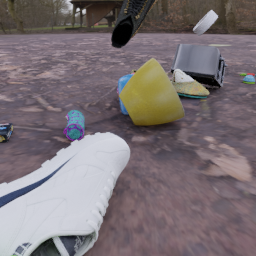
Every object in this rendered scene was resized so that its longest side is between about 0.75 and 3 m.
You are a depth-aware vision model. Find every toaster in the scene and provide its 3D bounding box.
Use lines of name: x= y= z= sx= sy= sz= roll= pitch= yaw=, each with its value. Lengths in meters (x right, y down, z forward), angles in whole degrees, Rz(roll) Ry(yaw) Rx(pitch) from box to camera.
toaster: x=2.656 y=-2.315 z=10.645 sx=1.990 sy=1.181 sz=1.800 roll=14 pitch=3 yaw=27

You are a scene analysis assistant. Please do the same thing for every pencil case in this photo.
pencil case: x=-1.286 y=-0.076 z=6.751 sx=0.478 sy=0.440 sz=1.033 roll=12 pitch=19 yaw=-14

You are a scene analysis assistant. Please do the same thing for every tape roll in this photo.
tape roll: x=2.915 y=-3.951 z=10.566 sx=0.342 sy=0.977 sz=0.977 roll=42 pitch=23 yaw=-8

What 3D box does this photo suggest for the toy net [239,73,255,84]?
toy net: x=5.707 y=-2.122 z=12.040 sx=1.664 sy=0.321 sz=0.873 roll=1 pitch=19 yaw=-2

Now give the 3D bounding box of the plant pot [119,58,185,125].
plant pot: x=0.494 y=-0.734 z=7.175 sx=1.204 sy=1.697 sz=1.697 roll=-29 pitch=24 yaw=2

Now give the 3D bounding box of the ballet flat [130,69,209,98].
ballet flat: x=1.395 y=-1.644 z=9.916 sx=2.944 sy=1.041 sz=1.041 roll=7 pitch=23 yaw=16

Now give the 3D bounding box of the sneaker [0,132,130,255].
sneaker: x=-0.691 y=0.985 z=3.630 sx=1.134 sy=1.077 sz=2.818 roll=24 pitch=36 yaw=25

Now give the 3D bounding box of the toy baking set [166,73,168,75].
toy baking set: x=1.077 y=-2.591 z=13.339 sx=1.454 sy=0.220 sz=1.894 roll=-2 pitch=22 yaw=-13

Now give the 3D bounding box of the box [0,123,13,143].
box: x=-3.220 y=0.133 z=6.530 sx=0.918 sy=0.211 sz=0.730 roll=-4 pitch=22 yaw=-10

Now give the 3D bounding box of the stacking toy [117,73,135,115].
stacking toy: x=0.096 y=-1.147 z=8.881 sx=1.227 sy=1.160 sz=2.114 roll=-9 pitch=12 yaw=-14

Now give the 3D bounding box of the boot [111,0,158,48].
boot: x=0.345 y=-3.810 z=8.374 sx=1.111 sy=2.869 sz=1.984 roll=20 pitch=31 yaw=-4
